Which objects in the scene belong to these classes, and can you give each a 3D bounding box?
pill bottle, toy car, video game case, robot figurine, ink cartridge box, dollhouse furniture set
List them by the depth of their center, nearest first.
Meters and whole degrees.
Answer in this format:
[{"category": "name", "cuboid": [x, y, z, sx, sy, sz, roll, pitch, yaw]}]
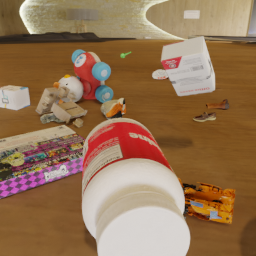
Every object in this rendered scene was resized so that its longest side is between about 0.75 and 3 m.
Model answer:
[{"category": "pill bottle", "cuboid": [0.010, 0.995, 4.866, 1.604, 1.604, 2.858, -3, 22, -8]}, {"category": "robot figurine", "cuboid": [1.296, 1.366, 5.524, 1.503, 0.438, 1.090, 9, 22, 21]}, {"category": "ink cartridge box", "cuboid": [1.469, -1.414, 6.684, 0.954, 1.323, 0.554, -5, 56, 27]}, {"category": "video game case", "cuboid": [-2.311, 0.682, 7.200, 2.515, 0.450, 2.280, -15, 26, -33]}, {"category": "dollhouse furniture set", "cuboid": [-2.295, -0.543, 10.555, 2.071, 1.011, 1.766, 36, 23, 12]}, {"category": "ink cartridge box", "cuboid": [-4.801, -1.285, 11.664, 1.081, 0.790, 0.793, 10, 24, 24]}, {"category": "toy car", "cuboid": [-2.256, -1.962, 12.019, 2.413, 2.135, 2.225, -27, 43, -26]}]

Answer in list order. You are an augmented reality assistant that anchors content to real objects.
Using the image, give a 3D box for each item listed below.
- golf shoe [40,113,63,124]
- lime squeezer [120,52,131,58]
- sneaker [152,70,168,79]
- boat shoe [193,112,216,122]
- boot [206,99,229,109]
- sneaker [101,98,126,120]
[{"category": "golf shoe", "cuboid": [-2.658, -0.413, 10.107, 0.964, 0.377, 0.469, -4, 17, -13]}, {"category": "lime squeezer", "cuboid": [-0.154, -2.901, 11.040, 0.349, 0.186, 0.988, -45, 17, -1]}, {"category": "sneaker", "cuboid": [2.214, -3.216, 17.063, 1.589, 0.612, 0.651, -10, -8, -9]}, {"category": "boat shoe", "cuboid": [2.789, -0.438, 10.186, 0.890, 0.321, 0.321, -4, 22, -10]}, {"category": "boot", "cuboid": [3.718, -0.966, 11.717, 0.885, 0.303, 0.833, -3, 29, 13]}, {"category": "sneaker", "cuboid": [-0.650, -0.626, 10.339, 0.883, 0.727, 1.920, -3, 13, 12]}]
